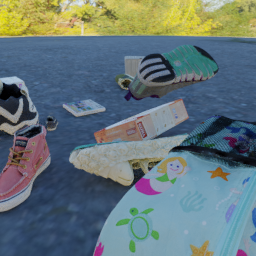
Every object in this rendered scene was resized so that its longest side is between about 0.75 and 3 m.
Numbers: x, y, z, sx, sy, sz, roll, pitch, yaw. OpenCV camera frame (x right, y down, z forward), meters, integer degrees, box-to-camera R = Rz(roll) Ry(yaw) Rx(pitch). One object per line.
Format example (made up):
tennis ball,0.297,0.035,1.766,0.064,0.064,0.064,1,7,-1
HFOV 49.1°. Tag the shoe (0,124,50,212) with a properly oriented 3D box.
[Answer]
shoe,-2.145,0.661,5.514,0.734,0.934,2.054,3,22,7

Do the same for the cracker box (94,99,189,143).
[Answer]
cracker box,0.380,-0.069,7.020,1.402,0.604,2.094,-18,6,43

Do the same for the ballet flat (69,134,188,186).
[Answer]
ballet flat,0.234,0.666,5.631,2.716,0.975,0.975,-7,23,-16

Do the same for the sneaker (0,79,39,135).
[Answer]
sneaker,-3.797,-0.600,7.303,2.685,1.747,1.072,0,42,-9

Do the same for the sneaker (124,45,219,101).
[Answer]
sneaker,0.941,-1.144,6.056,2.343,1.026,0.872,-15,71,-37

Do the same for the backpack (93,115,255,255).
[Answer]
backpack,0.939,1.217,2.448,1.905,2.247,2.531,10,27,43

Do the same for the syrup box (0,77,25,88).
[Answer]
syrup box,-4.811,-0.951,9.257,2.667,1.086,1.050,-15,27,-33

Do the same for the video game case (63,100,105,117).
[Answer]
video game case,-1.581,-0.732,9.995,1.105,0.144,1.214,-14,27,-30

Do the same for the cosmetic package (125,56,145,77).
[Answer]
cosmetic package,1.180,-3.141,14.569,2.674,1.206,1.428,-3,19,0

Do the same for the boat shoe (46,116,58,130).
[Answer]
boat shoe,-2.324,-0.224,8.533,0.345,0.298,0.949,-5,23,-12

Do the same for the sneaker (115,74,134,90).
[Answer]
sneaker,-0.149,-2.119,12.804,1.677,0.562,0.753,24,27,39
